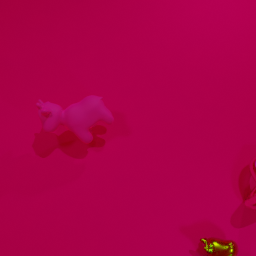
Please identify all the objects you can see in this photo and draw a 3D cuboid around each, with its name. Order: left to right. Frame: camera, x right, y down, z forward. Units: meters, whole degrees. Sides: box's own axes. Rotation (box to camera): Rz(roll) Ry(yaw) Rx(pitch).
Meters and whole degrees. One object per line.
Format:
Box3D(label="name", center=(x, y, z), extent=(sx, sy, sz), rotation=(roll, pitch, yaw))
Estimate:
Box3D(label="cow figurine", center=(-1.368, -0.367, 7.051), extent=(1.628, 0.894, 1.602), rotation=(-40, 111, 5))
Box3D(label="cow figurine", center=(1.984, 3.120, 5.807), extent=(1.498, 0.835, 1.522), rotation=(29, 88, 32))
Box3D(label="knot shape", center=(3.507, 1.222, 6.583), extent=(1.749, 0.808, 1.637), rotation=(-20, 26, 18))
